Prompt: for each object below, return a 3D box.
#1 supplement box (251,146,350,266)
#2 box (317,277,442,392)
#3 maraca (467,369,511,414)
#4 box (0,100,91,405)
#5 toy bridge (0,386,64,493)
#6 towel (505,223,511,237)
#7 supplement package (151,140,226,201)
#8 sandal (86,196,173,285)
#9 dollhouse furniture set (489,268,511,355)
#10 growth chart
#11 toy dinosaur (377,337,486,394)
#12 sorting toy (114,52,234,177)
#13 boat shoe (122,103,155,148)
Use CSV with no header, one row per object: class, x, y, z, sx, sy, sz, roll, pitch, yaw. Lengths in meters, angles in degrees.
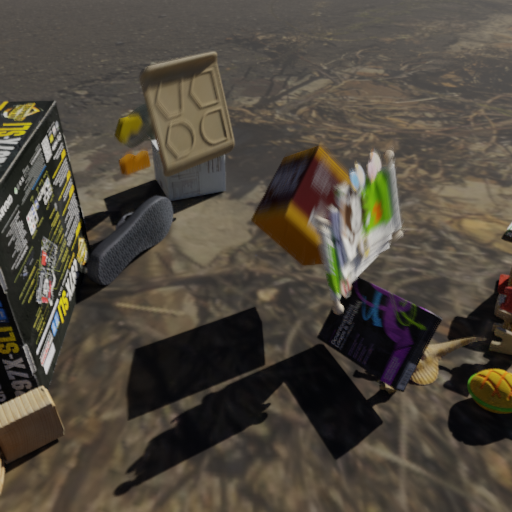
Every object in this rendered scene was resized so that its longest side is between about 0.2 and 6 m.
supplement box,0.897,-0.790,9.205,0.900,1.338,1.356,-7,49,53
box,1.747,1.073,8.247,0.296,1.174,1.642,25,2,-40
maraca,3.465,1.888,7.757,1.026,0.549,0.703,5,38,8
box,-3.587,-0.245,8.607,0.974,3.151,3.946,-2,35,-3
toy bridge,-2.040,3.373,5.448,1.692,0.685,5.033,-23,40,-26
towel,6.063,-0.473,11.591,1.468,0.172,1.119,23,40,30
supplement package,-1.603,-2.132,13.261,1.405,1.033,1.344,-13,36,-18
sandal,-2.445,-0.444,10.823,0.547,0.972,2.555,17,38,21
dollhouse furniture set,4.519,0.547,9.165,0.909,1.203,2.235,14,36,20
growth chart,1.585,-0.478,8.388,0.210,1.717,2.373,7,36,41
toy dinosaur,2.461,1.496,8.533,1.887,0.549,0.954,-23,55,-19
sorting toy,-1.703,-2.767,11.306,0.390,2.168,2.910,13,32,42
boat shoe,-2.032,-3.041,12.210,0.876,0.762,2.378,7,47,37
